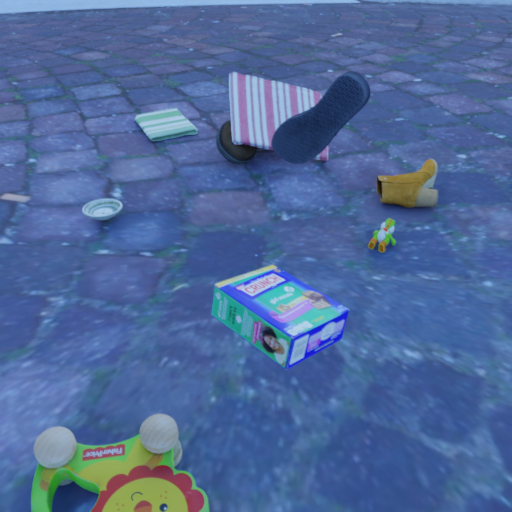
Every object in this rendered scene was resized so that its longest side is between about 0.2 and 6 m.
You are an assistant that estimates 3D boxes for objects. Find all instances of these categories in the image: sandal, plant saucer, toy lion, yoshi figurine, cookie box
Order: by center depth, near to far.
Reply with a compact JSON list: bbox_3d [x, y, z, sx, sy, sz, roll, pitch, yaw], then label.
[{"bbox_3d":[-1.442,2.659,5.957,1.852,0.636,1.775,-5,42,-7],"label":"toy lion"},{"bbox_3d":[0.251,0.633,6.284,1.191,0.447,1.019,30,32,35],"label":"cookie box"},{"bbox_3d":[1.246,-2.525,10.598,2.406,0.915,0.515,-31,9,44],"label":"sandal"},{"bbox_3d":[2.415,-0.366,10.603,0.429,0.431,0.767,-22,25,53],"label":"yoshi figurine"},{"bbox_3d":[-3.082,-0.898,11.271,0.785,0.197,0.785,0,33,0],"label":"plant saucer"}]

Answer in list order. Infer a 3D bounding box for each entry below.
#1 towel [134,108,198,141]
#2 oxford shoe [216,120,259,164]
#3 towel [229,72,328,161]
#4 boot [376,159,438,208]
[{"bbox_3d":[-2.522,-3.622,15.451,1.352,0.207,1.772,-15,38,-21],"label":"towel"},{"bbox_3d":[-0.019,-3.249,13.713,1.093,1.270,3.008,44,43,-9],"label":"oxford shoe"},{"bbox_3d":[0.540,-3.280,13.407,2.577,0.386,1.886,6,68,-24],"label":"towel"},{"bbox_3d":[3.251,-1.655,12.157,1.245,0.612,1.739,9,40,7],"label":"boot"}]
